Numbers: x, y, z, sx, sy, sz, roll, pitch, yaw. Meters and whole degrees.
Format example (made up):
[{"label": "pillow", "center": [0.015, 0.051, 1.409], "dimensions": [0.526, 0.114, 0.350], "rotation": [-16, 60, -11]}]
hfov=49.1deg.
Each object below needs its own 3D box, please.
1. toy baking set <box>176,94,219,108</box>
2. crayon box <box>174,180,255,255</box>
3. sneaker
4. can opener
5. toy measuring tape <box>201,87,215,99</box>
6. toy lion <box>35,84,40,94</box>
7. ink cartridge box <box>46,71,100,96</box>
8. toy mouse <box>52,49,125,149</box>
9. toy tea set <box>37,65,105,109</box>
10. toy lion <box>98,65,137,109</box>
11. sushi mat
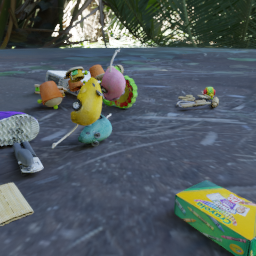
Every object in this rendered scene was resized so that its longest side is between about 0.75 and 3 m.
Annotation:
[{"label": "toy baking set", "center": [2.786, -1.012, 11.177], "dimensions": [1.626, 0.246, 2.118], "rotation": [2, 19, 14]}, {"label": "crayon box", "center": [1.452, 1.330, 4.262], "dimensions": [0.789, 0.387, 1.329], "rotation": [-14, 24, -34]}, {"label": "sneaker", "center": [-3.696, 0.007, 7.477], "dimensions": [2.573, 0.895, 1.280], "rotation": [-1, 13, -15]}, {"label": "can opener", "center": [-2.279, 0.544, 6.262], "dimensions": [0.429, 0.538, 1.609], "rotation": [-10, 22, -27]}, {"label": "toy measuring tape", "center": [3.552, -1.644, 12.518], "dimensions": [0.523, 0.523, 1.422], "rotation": [0, 20, 0]}, {"label": "toy lion", "center": [-3.792, -1.871, 13.411], "dimensions": [1.248, 0.428, 1.196], "rotation": [6, 13, 17]}, {"label": "ink cartridge box", "center": [-2.115, -2.165, 13.379], "dimensions": [2.252, 0.791, 2.771], "rotation": [23, 17, 26]}, {"label": "toy mouse", "center": [-0.588, -0.495, 7.228], "dimensions": [0.548, 2.834, 2.518], "rotation": [22, -7, 15]}, {"label": "toy tea set", "center": [-2.104, -1.508, 10.841], "dimensions": [2.784, 1.030, 1.655], "rotation": [-24, -6, 15]}, {"label": "toy lion", "center": [-0.435, -1.430, 10.734], "dimensions": [0.592, 1.652, 1.724], "rotation": [-19, -13, -47]}, {"label": "sushi mat", "center": [-2.112, 1.282, 4.884], "dimensions": [0.561, 0.071, 1.174], "rotation": [-14, 24, -34]}]
